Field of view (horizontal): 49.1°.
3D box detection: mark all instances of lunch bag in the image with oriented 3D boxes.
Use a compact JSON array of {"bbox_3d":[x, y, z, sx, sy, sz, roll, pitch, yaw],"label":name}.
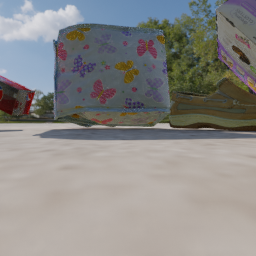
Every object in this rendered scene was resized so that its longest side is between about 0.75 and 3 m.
[{"bbox_3d":[-0.469,-1.205,6.806,2.612,2.215,1.660,0,-14,-16],"label":"lunch bag"}]

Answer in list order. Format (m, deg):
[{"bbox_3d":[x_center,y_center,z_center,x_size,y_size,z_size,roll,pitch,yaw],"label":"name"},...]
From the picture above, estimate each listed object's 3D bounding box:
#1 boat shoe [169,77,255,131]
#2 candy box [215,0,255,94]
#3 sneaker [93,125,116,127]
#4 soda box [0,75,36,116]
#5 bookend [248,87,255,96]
[{"bbox_3d":[1.793,-0.453,5.063,2.455,0.935,0.880,1,6,38],"label":"boat shoe"},{"bbox_3d":[2.122,-1.310,4.697,0.561,1.315,1.568,-38,-22,6],"label":"candy box"},{"bbox_3d":[-1.022,-0.374,8.363,1.555,0.566,0.658,12,21,-6],"label":"sneaker"},{"bbox_3d":[-2.891,-0.844,6.036,1.707,0.598,0.541,25,12,16],"label":"soda box"},{"bbox_3d":[3.013,-0.697,5.671,1.008,0.467,1.014,-12,-30,26],"label":"bookend"}]
